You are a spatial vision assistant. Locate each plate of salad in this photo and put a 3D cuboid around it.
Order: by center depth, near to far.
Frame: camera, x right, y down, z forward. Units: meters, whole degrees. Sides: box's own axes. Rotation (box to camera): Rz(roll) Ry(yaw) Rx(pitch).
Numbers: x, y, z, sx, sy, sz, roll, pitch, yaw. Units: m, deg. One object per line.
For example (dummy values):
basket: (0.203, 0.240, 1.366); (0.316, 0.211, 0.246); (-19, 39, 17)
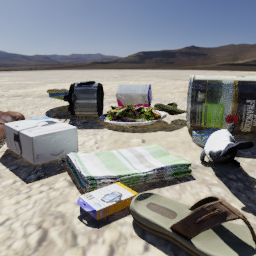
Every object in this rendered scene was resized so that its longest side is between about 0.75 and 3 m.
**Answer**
plate of salad: (0.222, -0.667, 12.283); (2.958, 0.710, 2.958); (-2, 15, 1)

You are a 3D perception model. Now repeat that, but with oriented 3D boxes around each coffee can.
coffee can: (3.792, -0.935, 10.685); (2.907, 2.127, 2.127); (4, 16, 16)

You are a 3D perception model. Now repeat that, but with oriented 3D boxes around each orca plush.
orca plush: (2.732, 0.594, 7.365); (0.900, 1.331, 2.531); (40, -7, 3)

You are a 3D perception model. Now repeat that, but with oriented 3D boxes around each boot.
boot: (-5.395, 0.026, 9.742); (2.772, 0.955, 2.974); (-1, 19, 3)

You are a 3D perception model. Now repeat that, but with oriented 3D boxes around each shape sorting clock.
shape sorting clock: (-3.016, -1.814, 15.367); (2.821, 0.553, 2.821); (5, -5, 0)

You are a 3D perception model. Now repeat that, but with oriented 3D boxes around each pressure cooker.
pressure cooker: (-2.103, -1.347, 13.234); (1.863, 1.639, 1.664); (0, 49, 2)

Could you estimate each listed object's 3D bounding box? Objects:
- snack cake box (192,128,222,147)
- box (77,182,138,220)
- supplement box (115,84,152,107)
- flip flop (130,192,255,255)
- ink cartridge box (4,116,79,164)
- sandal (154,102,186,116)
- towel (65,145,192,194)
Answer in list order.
snack cake box: (2.820, 0.304, 9.506); (1.106, 0.372, 0.636); (-7, 15, -22)
box: (-0.433, 1.447, 5.591); (1.127, 0.234, 0.671); (-14, 21, -36)
supplement box: (0.341, -1.759, 15.261); (1.844, 0.933, 0.953); (1, 44, 12)
flip flop: (1.185, 1.443, 4.523); (2.680, 0.772, 1.087); (12, 19, 38)
ink cartridge box: (-2.668, 0.301, 8.586); (1.458, 0.841, 2.010); (-14, 20, -41)
sandal: (1.918, -0.925, 12.334); (1.875, 0.535, 0.744); (14, -16, -41)
towel: (-0.046, 0.870, 7.321); (2.806, 0.431, 2.094); (-6, 17, -23)
